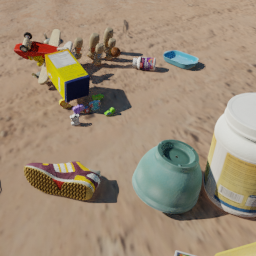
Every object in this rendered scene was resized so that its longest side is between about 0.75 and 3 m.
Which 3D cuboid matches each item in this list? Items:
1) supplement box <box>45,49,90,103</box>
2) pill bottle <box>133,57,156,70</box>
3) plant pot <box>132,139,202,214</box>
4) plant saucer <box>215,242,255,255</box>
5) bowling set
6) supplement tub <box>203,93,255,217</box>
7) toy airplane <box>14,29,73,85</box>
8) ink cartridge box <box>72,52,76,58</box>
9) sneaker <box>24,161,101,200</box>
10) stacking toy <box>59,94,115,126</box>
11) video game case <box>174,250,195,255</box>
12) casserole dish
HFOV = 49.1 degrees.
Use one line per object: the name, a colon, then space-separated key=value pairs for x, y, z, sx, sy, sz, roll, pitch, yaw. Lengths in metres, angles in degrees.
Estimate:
supplement box: x=-2.270 y=-1.969 z=10.460 sx=0.967 sy=0.973 sz=1.777 roll=-23 pitch=59 yaw=-26
pill bottle: x=0.758 y=-2.996 z=12.979 sx=1.025 sy=0.571 sz=0.571 roll=6 pitch=38 yaw=8
plant pot: x=1.092 y=1.040 z=6.997 sx=1.772 sy=1.187 sz=1.772 roll=10 pitch=34 yaw=-7
plant saucer: x=2.125 y=2.884 z=5.040 sx=0.362 sy=1.493 sz=1.493 roll=40 pitch=42 yaw=-7
bowling set: x=-1.270 y=-3.583 z=13.433 sx=2.569 sy=1.379 sz=1.788 roll=-30 pitch=66 yaw=-34
supplement tub: x=2.906 y=0.657 z=6.674 sx=1.856 sy=2.566 sz=1.856 roll=0 pitch=38 yaw=0
toy airplane: x=-3.411 y=-3.111 z=12.124 sx=2.265 sy=1.599 sz=2.255 roll=-35 pitch=76 yaw=-23
ink cartridge box: x=-3.039 y=-3.128 z=12.979 sx=1.071 sy=0.775 sz=0.778 roll=26 pitch=45 yaw=29
sneaker: x=-1.739 y=1.263 z=7.494 sx=2.035 sy=0.763 sz=0.917 roll=16 pitch=32 yaw=9
stacking toy: x=-1.500 y=-0.789 z=10.295 sx=1.768 sy=0.415 sz=1.333 roll=-16 pitch=41 yaw=-21
video game case: x=1.392 y=3.057 z=5.512 sx=1.159 sy=0.127 sz=1.056 roll=8 pitch=38 yaw=20
casserole dish: x=2.523 y=-3.287 z=13.536 sx=1.108 sy=0.355 sz=1.829 roll=-31 pitch=47 yaw=-33
